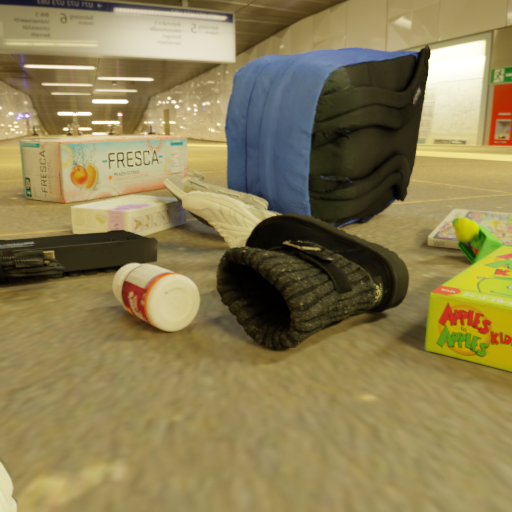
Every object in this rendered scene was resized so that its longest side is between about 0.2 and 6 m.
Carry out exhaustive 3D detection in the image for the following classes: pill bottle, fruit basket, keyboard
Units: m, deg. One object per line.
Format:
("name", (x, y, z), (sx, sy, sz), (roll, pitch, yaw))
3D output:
("pill bottle", (-1.042, 0.381, 5.645), (0.552, 0.552, 1.007), (-10, 14, -35))
("fruit basket", (3.055, -0.250, 7.992), (0.737, 0.532, 0.737), (15, 24, -7))
("keyboard", (-3.261, 0.103, 7.077), (3.887, 0.499, 2.334), (-7, 9, -25))

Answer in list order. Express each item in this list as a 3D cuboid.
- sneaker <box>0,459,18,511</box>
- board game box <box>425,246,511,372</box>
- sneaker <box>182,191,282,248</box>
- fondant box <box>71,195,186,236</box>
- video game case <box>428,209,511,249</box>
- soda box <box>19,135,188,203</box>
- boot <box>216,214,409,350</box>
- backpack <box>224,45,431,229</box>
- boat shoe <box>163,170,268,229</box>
("sneaker", (-2.322, 1.076, 2.019), (2.639, 1.016, 1.120), (0, 19, 0))
("board game box", (2.650, 0.439, 5.412), (1.193, 0.559, 2.349), (10, 17, 36))
("sneaker", (-0.271, -0.351, 7.674), (1.690, 0.840, 0.658), (20, 6, -3))
("fondant box", (-2.304, -0.751, 10.382), (1.295, 0.523, 1.795), (6, 16, 24))
("video game case", (3.908, -0.375, 8.851), (1.962, 0.177, 1.405), (8, 28, 34))
("soda box", (-3.983, -2.542, 15.587), (1.646, 1.530, 4.813), (8, 16, 31))
("boot", (0.208, 0.149, 5.918), (1.761, 0.886, 2.355), (-13, 18, -38))
("backpack", (1.059, -2.185, 10.692), (3.417, 3.309, 4.072), (11, 26, 32))
("boat shoe", (-0.761, -0.985, 9.795), (2.343, 0.751, 0.863), (28, -14, 44))
